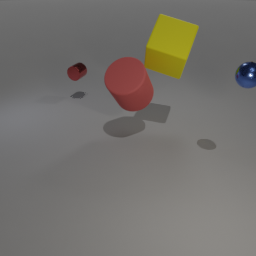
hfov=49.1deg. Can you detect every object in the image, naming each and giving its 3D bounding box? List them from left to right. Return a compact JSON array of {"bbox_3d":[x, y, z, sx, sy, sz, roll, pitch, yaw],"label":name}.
[{"bbox_3d":[-2.403,-2.669,13.256,0.700,0.700,0.700,11,31,19],"label":"cylinder"},{"bbox_3d":[0.069,-1.458,9.565,1.400,1.400,1.400,-6,69,15],"label":"cylinder"},{"bbox_3d":[1.470,-2.812,9.810,1.400,1.400,1.400,20,74,6],"label":"cube"},{"bbox_3d":[3.208,-1.400,7.430,0.700,0.700,0.700,0,28,0],"label":"ball"}]
